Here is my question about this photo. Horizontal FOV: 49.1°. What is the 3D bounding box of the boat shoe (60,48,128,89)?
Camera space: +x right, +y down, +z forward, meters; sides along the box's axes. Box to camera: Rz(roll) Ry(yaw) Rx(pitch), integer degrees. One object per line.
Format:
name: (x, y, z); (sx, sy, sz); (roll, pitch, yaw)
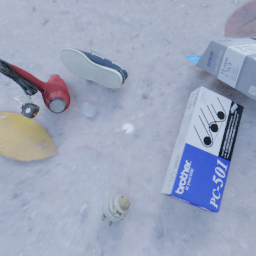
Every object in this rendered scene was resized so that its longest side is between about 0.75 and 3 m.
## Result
boat shoe: (-1.037, -1.925, 8.584); (2.193, 0.821, 0.678); (22, 38, 13)

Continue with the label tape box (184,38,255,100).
label tape box: (3.352, -1.919, 7.803); (2.138, 0.986, 2.984); (-11, 39, -26)

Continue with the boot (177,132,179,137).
boot: (1.902, 0.827, 7.472); (1.237, 0.611, 1.594); (12, 63, -5)

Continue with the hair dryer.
hair dryer: (-2.375, -1.241, 7.473); (0.728, 2.679, 2.040); (-38, 86, 14)

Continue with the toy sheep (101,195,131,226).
toy sheep: (-0.315, 1.928, 6.636); (0.966, 0.666, 0.666); (-34, 57, 32)

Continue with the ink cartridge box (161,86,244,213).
ink cartridge box: (1.872, 0.507, 6.908); (1.303, 0.613, 2.773); (22, 75, -12)
